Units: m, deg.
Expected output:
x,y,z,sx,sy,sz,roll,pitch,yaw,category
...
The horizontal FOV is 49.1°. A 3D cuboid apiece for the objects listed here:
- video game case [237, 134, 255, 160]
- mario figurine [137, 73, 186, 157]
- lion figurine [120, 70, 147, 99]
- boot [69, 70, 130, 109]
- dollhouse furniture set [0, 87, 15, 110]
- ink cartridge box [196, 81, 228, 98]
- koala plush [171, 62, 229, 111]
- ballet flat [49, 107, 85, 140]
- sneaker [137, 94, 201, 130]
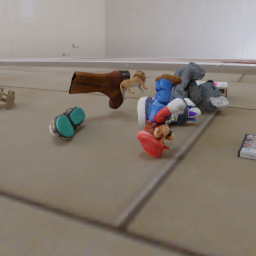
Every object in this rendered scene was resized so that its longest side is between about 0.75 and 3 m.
x,y,z,sx,sy,sz,roll,pitch,yaw,category
3.297,0.474,6.470,1.262,0.178,1.396,9,19,27,video game case
0.847,-0.219,6.271,0.961,1.812,1.119,13,0,23,mario figurine
0.141,-1.392,8.766,1.163,0.712,0.422,-22,-9,-31,lion figurine
-0.995,-1.174,9.225,1.863,1.754,0.638,-8,64,-25,boot
-5.180,-1.054,10.831,1.448,0.962,1.269,17,9,-27,dollhouse furniture set
3.652,-1.662,12.541,1.530,0.697,1.857,5,17,18,ink cartridge box
2.562,-1.182,10.153,1.908,1.753,1.692,19,2,-10,koala plush
-1.750,-0.064,7.676,0.715,0.715,1.989,3,17,8,ballet flat
1.286,-0.500,8.326,1.691,0.931,2.310,0,11,16,sneaker
